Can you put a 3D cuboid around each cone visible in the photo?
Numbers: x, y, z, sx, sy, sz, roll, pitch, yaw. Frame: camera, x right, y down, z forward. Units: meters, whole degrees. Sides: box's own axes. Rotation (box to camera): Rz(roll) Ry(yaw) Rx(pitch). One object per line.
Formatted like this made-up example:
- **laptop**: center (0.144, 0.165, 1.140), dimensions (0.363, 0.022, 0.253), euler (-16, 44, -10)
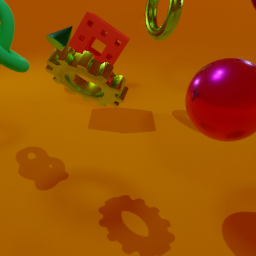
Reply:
- **cone**: center (-2.525, -3.694, 11.167), dimensions (1.050, 1.050, 1.054), euler (26, 76, 40)

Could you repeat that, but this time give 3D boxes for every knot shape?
- **knot shape**: center (-3.001, -1.905, 6.322), dimensions (0.838, 1.815, 1.698), euler (-31, 7, -32)

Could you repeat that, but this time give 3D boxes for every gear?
- **gear**: center (-0.688, -0.814, 4.741), dimensions (1.390, 1.390, 0.257), euler (15, 72, 26)

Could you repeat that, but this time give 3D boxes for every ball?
- **ball**: center (1.560, -0.432, 4.400), dimensions (1.297, 1.297, 1.297), euler (0, 28, 0)

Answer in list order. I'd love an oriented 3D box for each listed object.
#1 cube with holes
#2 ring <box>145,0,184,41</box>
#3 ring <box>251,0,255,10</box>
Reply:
- **cube with holes**: center (-0.910, -2.511, 8.582), dimensions (1.383, 1.383, 1.383), euler (32, 18, -10)
- **ring**: center (1.024, -3.547, 8.268), dimensions (0.377, 1.887, 1.887), euler (0, 26, -23)
- **ring**: center (3.692, -3.441, 6.720), dimensions (0.320, 1.598, 1.598), euler (-20, 33, -32)
